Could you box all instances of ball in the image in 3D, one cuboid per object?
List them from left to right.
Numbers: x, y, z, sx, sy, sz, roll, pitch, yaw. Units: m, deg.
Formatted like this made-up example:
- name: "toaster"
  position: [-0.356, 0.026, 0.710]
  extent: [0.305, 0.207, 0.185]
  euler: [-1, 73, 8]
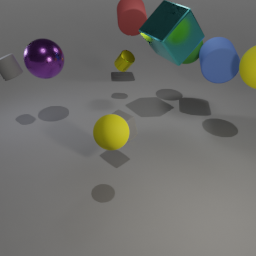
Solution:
- name: "ball"
  position: [-2.973, -2.453, 9.958]
  extent: [1.400, 1.400, 1.400]
  euler: [0, 30, 0]
- name: "ball"
  position: [-0.325, 0.083, 5.414]
  extent: [0.700, 0.700, 0.700]
  euler: [0, 30, 0]
- name: "ball"
  position: [2.507, -3.453, 11.978]
  extent: [1.400, 1.400, 1.400]
  euler: [0, 30, 0]
- name: "ball"
  position: [4.208, -1.900, 8.709]
  extent: [1.400, 1.400, 1.400]
  euler: [0, 30, 0]

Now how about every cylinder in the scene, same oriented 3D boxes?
- name: "cylinder"
  position: [-4.088, -2.081, 9.585]
  extent: [0.700, 0.700, 0.700]
  euler: [-19, 27, 10]
- name: "cylinder"
  position: [-0.154, -2.970, 12.418]
  extent: [0.700, 0.700, 0.700]
  euler: [16, 58, -26]
- name: "cylinder"
  position: [0.178, -5.418, 13.506]
  extent: [1.400, 1.400, 1.400]
  euler: [-2, 48, -3]
- name: "cylinder"
  position: [3.521, -2.650, 10.905]
  extent: [1.400, 1.400, 1.400]
  euler: [4, 34, 8]

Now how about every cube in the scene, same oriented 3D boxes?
- name: "cube"
  position: [-0.242, 0.002, 8.194]
  extent: [0.700, 0.700, 0.700]
  euler: [-35, 43, -28]
- name: "cube"
  position: [1.529, -3.318, 9.810]
  extent: [1.400, 1.400, 1.400]
  euler: [-49, 47, 4]
